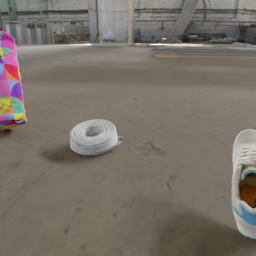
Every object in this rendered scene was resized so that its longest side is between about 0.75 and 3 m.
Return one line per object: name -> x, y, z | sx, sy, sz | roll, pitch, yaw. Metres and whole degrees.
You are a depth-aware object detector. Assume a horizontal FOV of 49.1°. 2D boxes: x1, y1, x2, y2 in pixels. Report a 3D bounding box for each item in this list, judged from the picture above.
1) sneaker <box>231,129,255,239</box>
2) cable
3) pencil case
sneaker -> 2.037, 0.689, 4.476 | 0.743, 0.785, 1.943 | -4, 44, 22
cable -> -0.870, 0.219, 7.073 | 1.201, 0.416, 1.201 | 25, 43, 37
pencil case -> -3.657, -1.296, 8.009 | 1.239, 2.803, 1.239 | -11, -7, -1
